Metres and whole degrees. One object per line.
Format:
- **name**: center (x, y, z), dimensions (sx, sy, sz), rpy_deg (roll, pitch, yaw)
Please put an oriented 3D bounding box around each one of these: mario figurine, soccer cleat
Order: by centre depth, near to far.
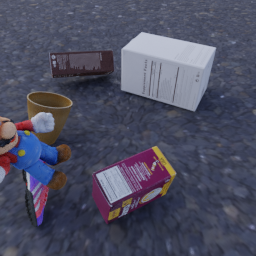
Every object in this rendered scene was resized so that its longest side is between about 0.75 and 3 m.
- **mario figurine**: center (-2.053, 0.364, 5.438), dimensions (1.355, 2.557, 1.578), rpy_deg (-45, 47, 7)
- **soccer cleat**: center (-2.052, 1.389, 6.450), dimensions (0.620, 0.578, 1.694), rpy_deg (-2, 57, -27)

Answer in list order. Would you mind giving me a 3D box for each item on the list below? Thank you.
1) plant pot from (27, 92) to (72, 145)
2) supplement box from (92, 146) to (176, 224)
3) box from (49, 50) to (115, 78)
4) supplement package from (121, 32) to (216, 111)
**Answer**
- **plant pot**: center (-2.293, -0.221, 7.941), dimensions (1.208, 1.297, 1.208), rpy_deg (13, 23, -6)
- **supplement box**: center (0.097, 1.265, 6.293), dimensions (1.651, 1.080, 0.852), rpy_deg (-21, 59, -22)
- **box**: center (-1.753, -2.399, 10.573), dimensions (2.306, 0.864, 1.155), rpy_deg (-8, 6, -13)
- **supplement package**: center (1.365, -2.049, 9.881), dimensions (2.820, 1.688, 1.709), rpy_deg (19, 44, 19)
